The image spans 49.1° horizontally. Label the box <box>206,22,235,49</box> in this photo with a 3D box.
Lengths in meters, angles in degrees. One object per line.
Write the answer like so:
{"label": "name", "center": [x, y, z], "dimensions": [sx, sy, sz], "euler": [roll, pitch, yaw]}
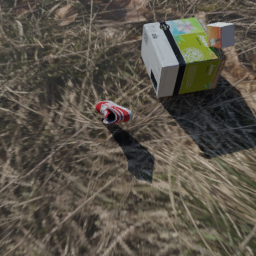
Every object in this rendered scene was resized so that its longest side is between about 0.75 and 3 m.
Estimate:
{"label": "box", "center": [2.561, -2.580, 7.780], "dimensions": [0.412, 0.590, 0.775], "euler": [-15, 25, -9]}

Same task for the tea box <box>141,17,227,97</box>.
{"label": "tea box", "center": [1.659, -2.278, 8.932], "dimensions": [2.007, 1.363, 2.040], "euler": [-11, 57, -9]}

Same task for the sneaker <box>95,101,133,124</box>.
{"label": "sneaker", "center": [-0.598, -0.455, 7.861], "dimensions": [1.342, 0.478, 0.755], "euler": [19, 18, 36]}
